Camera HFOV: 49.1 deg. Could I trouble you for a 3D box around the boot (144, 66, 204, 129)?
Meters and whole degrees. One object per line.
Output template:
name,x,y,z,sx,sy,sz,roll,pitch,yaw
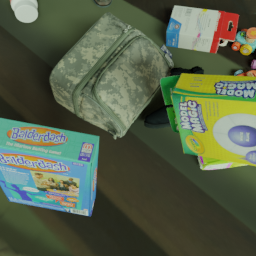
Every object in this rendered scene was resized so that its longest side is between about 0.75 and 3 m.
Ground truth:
boot,1.220,-0.857,7.570,1.789,0.683,1.503,-11,110,-10

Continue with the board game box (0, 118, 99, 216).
board game box,-1.223,0.690,4.239,1.485,1.952,0.439,11,54,-1

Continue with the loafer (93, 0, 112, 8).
loafer,-0.999,-5.358,9.961,0.833,0.729,2.318,-6,66,-3

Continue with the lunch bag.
lunch bag,-0.338,-1.349,7.604,2.338,1.942,2.787,36,69,4

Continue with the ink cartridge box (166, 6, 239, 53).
ink cartridge box,2.332,-3.111,8.896,2.042,0.687,1.186,13,67,11

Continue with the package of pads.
package of pads,2.611,0.447,7.490,1.598,0.545,1.235,-8,66,-3

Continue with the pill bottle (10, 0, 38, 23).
pill bottle,-3.543,-4.375,9.457,0.855,0.855,1.501,-16,67,-7

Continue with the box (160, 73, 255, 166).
box,1.635,-0.082,4.117,2.400,1.408,0.581,10,52,30

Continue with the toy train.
toy train,3.702,-2.220,8.622,1.738,0.643,2.314,-15,67,-7
